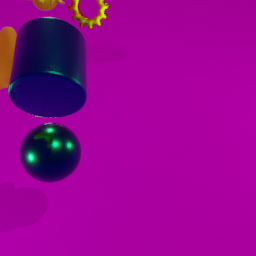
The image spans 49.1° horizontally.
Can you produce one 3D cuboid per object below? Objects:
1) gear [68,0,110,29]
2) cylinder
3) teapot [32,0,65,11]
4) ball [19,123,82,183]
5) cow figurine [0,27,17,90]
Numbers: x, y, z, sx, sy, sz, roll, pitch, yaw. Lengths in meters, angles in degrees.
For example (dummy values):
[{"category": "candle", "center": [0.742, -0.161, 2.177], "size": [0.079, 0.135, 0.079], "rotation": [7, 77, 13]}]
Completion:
[{"category": "gear", "center": [-1.303, -4.036, 9.331], "size": [1.377, 1.377, 0.255], "rotation": [7, 30, 7]}, {"category": "cylinder", "center": [-0.871, -0.655, 3.152], "size": [0.808, 0.808, 0.808], "rotation": [-3, 60, -3]}, {"category": "teapot", "center": [-2.365, -3.683, 7.987], "size": [1.179, 0.733, 0.577], "rotation": [5, 46, -3]}, {"category": "ball", "center": [-1.320, 0.419, 4.817], "size": [1.027, 1.027, 1.027], "rotation": [0, 46, 0]}, {"category": "cow figurine", "center": [-1.680, -0.798, 4.080], "size": [1.356, 0.744, 1.334], "rotation": [-22, 64, 6]}]
